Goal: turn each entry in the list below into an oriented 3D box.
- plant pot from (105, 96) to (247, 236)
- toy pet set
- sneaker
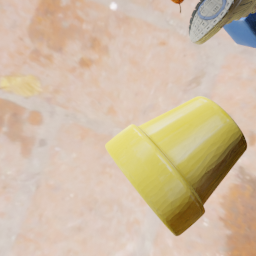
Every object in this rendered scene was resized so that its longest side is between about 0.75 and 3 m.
[{"bbox_3d":[1.036,0.551,5.584,2.124,2.257,2.257,-39,88,-2],"label":"plant pot"},{"bbox_3d":[1.843,-2.590,5.267,2.368,2.536,1.347,34,55,-30],"label":"toy pet set"},{"bbox_3d":[1.710,-1.943,4.296,1.805,0.786,0.672,-42,49,33],"label":"sneaker"}]
